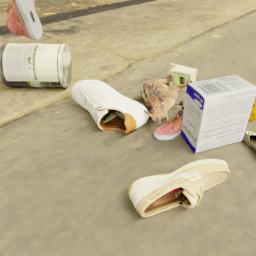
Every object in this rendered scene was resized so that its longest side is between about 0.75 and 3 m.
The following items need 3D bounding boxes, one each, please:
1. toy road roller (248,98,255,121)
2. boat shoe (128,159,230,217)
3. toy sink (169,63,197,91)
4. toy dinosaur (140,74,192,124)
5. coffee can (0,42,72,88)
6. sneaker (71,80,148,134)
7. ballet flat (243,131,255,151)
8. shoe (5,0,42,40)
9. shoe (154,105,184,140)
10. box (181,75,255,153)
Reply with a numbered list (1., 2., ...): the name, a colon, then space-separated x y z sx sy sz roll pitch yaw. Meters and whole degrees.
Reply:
1. toy road roller: 3.737 -0.593 9.257 1.204 0.879 0.740 -27 23 30
2. boat shoe: 1.239 1.397 6.216 2.394 0.882 0.828 -16 40 -7
3. toy sink: 2.022 -1.995 11.068 1.163 0.758 0.652 22 41 26
4. toy dinosaur: 0.979 -1.161 9.391 1.727 1.094 2.548 -9 26 -19
5. coffee can: -3.504 -2.404 10.808 2.315 1.694 1.694 1 35 2
6. sneaker: -0.903 -0.707 8.925 2.983 1.086 1.263 23 39 27
7. ballet flat: 3.693 0.517 7.820 0.530 0.365 1.573 -3 35 -4
8. shoe: -3.361 -3.648 8.499 0.945 2.077 0.742 13 56 11
9. shoe: 1.488 -0.211 8.533 1.617 0.736 0.578 -19 39 -25
10. box: 2.470 -0.406 7.875 1.658 1.803 0.946 -12 37 -17
